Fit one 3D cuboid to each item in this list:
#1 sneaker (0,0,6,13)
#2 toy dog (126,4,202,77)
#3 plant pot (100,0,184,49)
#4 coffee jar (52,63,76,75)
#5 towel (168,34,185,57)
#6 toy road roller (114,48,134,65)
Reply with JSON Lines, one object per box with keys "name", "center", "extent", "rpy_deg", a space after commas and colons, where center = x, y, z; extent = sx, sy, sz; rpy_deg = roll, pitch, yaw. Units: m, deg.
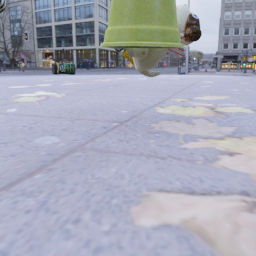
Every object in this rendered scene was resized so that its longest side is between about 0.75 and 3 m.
{"name": "sneaker", "center": [-3.971, -2.960, 6.306], "extent": [2.251, 1.300, 0.844], "rpy_deg": [-19, 4, 3]}
{"name": "toy dog", "center": [1.205, -3.175, 9.713], "extent": [2.655, 2.575, 1.853], "rpy_deg": [-24, 22, 9]}
{"name": "plant pot", "center": [0.406, -3.298, 7.627], "extent": [2.347, 2.158, 2.347], "rpy_deg": [1, 15, 0]}
{"name": "coffee jar", "center": [-2.453, -2.247, 10.652], "extent": [0.870, 0.454, 0.371], "rpy_deg": [-5, 14, -25]}
{"name": "towel", "center": [1.501, -2.696, 8.811], "extent": [0.661, 0.903, 0.135], "rpy_deg": [35, 72, 29]}
{"name": "toy road roller", "center": [0.190, -3.529, 11.917], "extent": [1.489, 1.087, 0.915], "rpy_deg": [39, 28, -15]}
